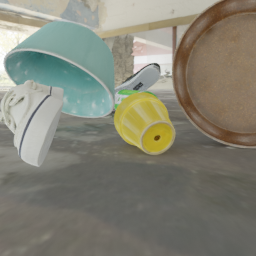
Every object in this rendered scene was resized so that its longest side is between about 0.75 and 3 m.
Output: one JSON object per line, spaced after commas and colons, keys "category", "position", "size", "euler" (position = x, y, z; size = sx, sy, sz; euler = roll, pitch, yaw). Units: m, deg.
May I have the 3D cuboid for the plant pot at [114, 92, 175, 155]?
{"category": "plant pot", "position": [0.354, -0.023, 5.082], "size": [1.013, 1.013, 0.953], "euler": [-3, 27, -19]}

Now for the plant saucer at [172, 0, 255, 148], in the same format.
{"category": "plant saucer", "position": [2.333, -1.087, 5.426], "size": [2.927, 2.927, 0.504], "euler": [2, 2, 12]}

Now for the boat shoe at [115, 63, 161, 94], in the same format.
{"category": "boat shoe", "position": [0.299, -1.826, 12.318], "size": [2.926, 1.004, 0.828], "euler": [-31, 20, 31]}

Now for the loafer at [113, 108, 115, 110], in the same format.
{"category": "loafer", "position": [-1.503, -1.071, 11.047], "size": [2.496, 0.939, 0.869], "euler": [5, -20, -42]}

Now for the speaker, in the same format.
{"category": "speaker", "position": [0.211, -0.869, 9.889], "size": [1.008, 1.008, 2.279], "euler": [-4, 10, -22]}

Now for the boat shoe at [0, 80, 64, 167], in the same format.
{"category": "boat shoe", "position": [-1.359, -0.241, 3.874], "size": [0.787, 0.862, 2.395], "euler": [18, 17, -16]}

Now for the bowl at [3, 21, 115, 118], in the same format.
{"category": "bowl", "position": [-1.471, -1.574, 7.136], "size": [2.824, 1.477, 2.824], "euler": [15, -22, 6]}
